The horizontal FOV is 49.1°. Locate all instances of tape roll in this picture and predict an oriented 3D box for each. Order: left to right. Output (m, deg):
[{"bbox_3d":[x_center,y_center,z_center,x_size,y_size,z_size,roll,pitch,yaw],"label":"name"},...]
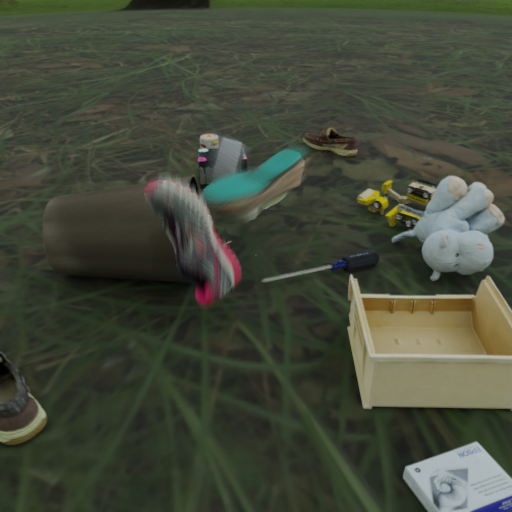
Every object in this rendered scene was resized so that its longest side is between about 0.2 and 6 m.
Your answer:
[{"bbox_3d":[-0.682,-1.941,12.496,0.429,1.297,1.297,13,31,-3],"label":"tape roll"}]

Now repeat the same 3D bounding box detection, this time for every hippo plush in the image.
[{"bbox_3d":[3.572,-0.488,10.268,1.983,1.580,1.595,7,30,11],"label":"hippo plush"}]

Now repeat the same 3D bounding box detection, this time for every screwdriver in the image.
[{"bbox_3d":[1.221,0.274,10.241,2.389,0.333,0.348,-15,65,-22],"label":"screwdriver"}]

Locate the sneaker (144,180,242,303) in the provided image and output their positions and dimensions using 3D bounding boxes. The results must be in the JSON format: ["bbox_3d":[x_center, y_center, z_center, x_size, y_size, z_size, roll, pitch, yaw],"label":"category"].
[{"bbox_3d":[-1.022,-0.236,8.609,0.841,2.085,0.778,-17,22,51],"label":"sneaker"}]

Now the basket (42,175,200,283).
[{"bbox_3d":[-2.347,-0.420,10.129,2.530,1.721,2.281,-4,41,2],"label":"basket"}]

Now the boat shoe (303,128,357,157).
[{"bbox_3d":[2.132,-3.378,16.111,0.656,0.654,1.818,-25,39,-36],"label":"boat shoe"}]

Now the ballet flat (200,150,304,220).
[{"bbox_3d":[0.021,-1.230,10.939,2.656,0.893,0.904,-29,46,-35],"label":"ballet flat"}]

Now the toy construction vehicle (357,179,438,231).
[{"bbox_3d":[3.234,-1.116,12.464,1.701,0.599,1.481,24,49,39],"label":"toy construction vehicle"}]

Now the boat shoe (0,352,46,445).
[{"bbox_3d":[-3.631,1.593,7.506,2.348,0.761,0.860,21,37,32],"label":"boat shoe"}]

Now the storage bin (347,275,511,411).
[{"bbox_3d":[2.493,1.138,8.061,2.127,0.997,2.111,0,31,1],"label":"storage bin"}]

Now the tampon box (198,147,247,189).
[{"bbox_3d":[-0.849,-2.214,14.026,1.197,0.755,0.897,-3,31,-6],"label":"tampon box"}]

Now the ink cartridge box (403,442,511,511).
[{"bbox_3d":[2.378,2.656,6.236,1.063,0.216,1.065,-11,32,-19],"label":"ink cartridge box"}]

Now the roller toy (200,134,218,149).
[{"bbox_3d":[-1.362,-3.313,16.249,0.532,0.408,0.583,-2,30,-3],"label":"roller toy"}]
